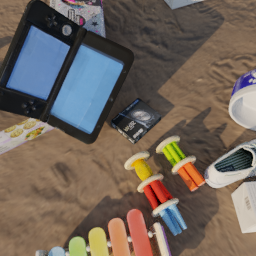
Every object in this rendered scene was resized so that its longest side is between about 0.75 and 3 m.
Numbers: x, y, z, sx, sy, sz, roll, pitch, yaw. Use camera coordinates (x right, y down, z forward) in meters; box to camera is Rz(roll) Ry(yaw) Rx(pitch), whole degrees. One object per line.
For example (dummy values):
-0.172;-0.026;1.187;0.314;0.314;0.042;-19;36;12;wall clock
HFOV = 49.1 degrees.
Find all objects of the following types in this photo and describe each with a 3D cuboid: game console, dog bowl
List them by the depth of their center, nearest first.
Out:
-1.624;-1.289;7.119;1.650;2.494;2.835;30;97;38;game console
3.861;-0.708;7.648;2.009;2.009;0.791;16;64;9;dog bowl

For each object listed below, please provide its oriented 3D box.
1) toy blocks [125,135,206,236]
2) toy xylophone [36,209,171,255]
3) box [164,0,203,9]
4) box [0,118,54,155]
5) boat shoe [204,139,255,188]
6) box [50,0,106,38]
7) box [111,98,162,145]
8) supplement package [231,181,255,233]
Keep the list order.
1.165;1.425;7.139;1.771;0.771;2.124;-25;63;-14;toy blocks
-0.427;3.205;6.079;2.985;0.750;2.185;-18;61;-10;toy xylophone
1.963;-6.437;11.477;1.737;1.361;2.792;-21;61;-12;box
-3.171;0.205;8.055;2.228;0.431;0.462;-27;63;-15;box
3.236;0.845;7.436;2.514;0.839;0.925;-26;63;-15;boat shoe
-1.587;-3.309;9.294;1.652;1.903;2.880;-5;59;-3;box
0.242;-0.226;8.413;0.982;0.267;1.226;41;67;21;box
3.579;1.851;6.744;1.675;1.003;1.015;-5;59;-3;supplement package
